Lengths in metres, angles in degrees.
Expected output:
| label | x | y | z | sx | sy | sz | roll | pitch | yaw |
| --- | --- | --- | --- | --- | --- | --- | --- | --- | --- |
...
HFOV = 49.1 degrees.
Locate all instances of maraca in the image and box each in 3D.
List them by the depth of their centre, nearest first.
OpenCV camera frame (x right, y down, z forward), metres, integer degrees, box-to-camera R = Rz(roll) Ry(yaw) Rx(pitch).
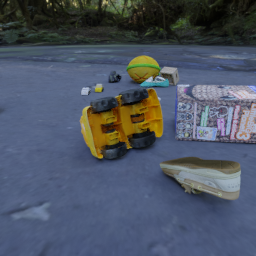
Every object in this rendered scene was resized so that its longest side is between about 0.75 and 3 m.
| label | x | y | z | sx | sy | sz | roll | pitch | yaw |
| --- | --- | --- | --- | --- | --- | --- | --- | --- | --- |
| maraca | 0.912 | -3.207 | 15.787 | 1.885 | 1.471 | 2.750 | 3 | -1 | 12 |

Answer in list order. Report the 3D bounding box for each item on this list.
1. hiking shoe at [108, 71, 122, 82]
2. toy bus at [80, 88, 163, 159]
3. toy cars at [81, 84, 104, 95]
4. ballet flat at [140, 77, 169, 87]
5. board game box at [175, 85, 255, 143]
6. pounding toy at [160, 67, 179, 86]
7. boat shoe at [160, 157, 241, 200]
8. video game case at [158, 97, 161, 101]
| label | x | y | z | sx | sy | sz | roll | pitch | yaw |
| --- | --- | --- | --- | --- | --- | --- | --- | --- | --- |
| hiking shoe | -0.730 | -2.946 | 16.349 | 0.717 | 0.539 | 1.424 | 10 | 29 | 1 |
| toy bus | -0.493 | -0.204 | 7.621 | 2.205 | 1.497 | 2.117 | -20 | 16 | -34 |
| toy cars | -1.723 | -1.907 | 13.613 | 0.710 | 0.350 | 1.583 | 18 | 27 | 40 |
| ballet flat | 1.400 | -2.439 | 14.790 | 1.521 | 0.535 | 0.512 | 1 | 20 | 2 |
| board game box | 2.727 | -0.508 | 8.519 | 2.534 | 1.227 | 2.021 | 2 | 20 | 8 |
| pounding toy | 2.294 | -2.826 | 15.383 | 0.947 | 1.028 | 0.731 | 15 | 53 | 34 |
| boat shoe | 1.288 | 0.949 | 5.391 | 0.731 | 0.656 | 1.976 | -10 | 3 | -25 |
| video game case | 0.807 | -1.336 | 12.403 | 1.013 | 0.112 | 0.924 | -6 | 21 | -15 |
